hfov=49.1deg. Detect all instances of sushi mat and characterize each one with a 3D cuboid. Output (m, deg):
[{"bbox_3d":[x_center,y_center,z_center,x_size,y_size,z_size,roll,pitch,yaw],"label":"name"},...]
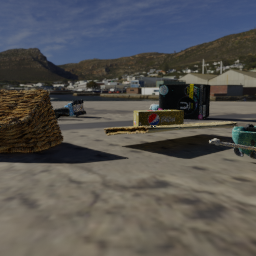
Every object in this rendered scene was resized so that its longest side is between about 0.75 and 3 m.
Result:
[{"bbox_3d":[1.025,-0.007,6.119,2.845,0.172,1.361,-3,-1,-37],"label":"sushi mat"}]

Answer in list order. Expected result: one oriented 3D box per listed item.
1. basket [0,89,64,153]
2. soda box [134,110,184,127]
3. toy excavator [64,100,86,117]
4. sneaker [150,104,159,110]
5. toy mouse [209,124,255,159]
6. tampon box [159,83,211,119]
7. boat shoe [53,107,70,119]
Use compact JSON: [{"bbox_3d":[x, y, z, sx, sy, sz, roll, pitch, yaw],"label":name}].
[{"bbox_3d":[-2.314,0.113,5.375,1.756,1.308,1.253,1,40,9],"label":"basket"},{"bbox_3d":[0.985,-0.303,8.981,1.557,0.527,0.498,-2,7,-17],"label":"soda box"},{"bbox_3d":[-2.857,-0.785,13.057,1.456,0.727,1.416,-14,3,13],"label":"toy excavator"},{"bbox_3d":[1.972,-1.065,16.034,1.478,0.546,0.605,-7,28,-35],"label":"sneaker"},{"bbox_3d":[2.526,0.283,3.963,2.736,0.529,2.431,2,7,14],"label":"toy mouse"},{"bbox_3d":[2.491,-1.199,12.414,1.997,1.496,1.260,4,8,28],"label":"tampon box"},{"bbox_3d":[-3.037,-0.571,11.699,1.204,0.407,0.432,-10,-13,-4],"label":"boat shoe"}]
